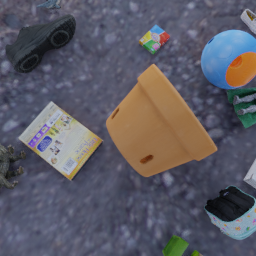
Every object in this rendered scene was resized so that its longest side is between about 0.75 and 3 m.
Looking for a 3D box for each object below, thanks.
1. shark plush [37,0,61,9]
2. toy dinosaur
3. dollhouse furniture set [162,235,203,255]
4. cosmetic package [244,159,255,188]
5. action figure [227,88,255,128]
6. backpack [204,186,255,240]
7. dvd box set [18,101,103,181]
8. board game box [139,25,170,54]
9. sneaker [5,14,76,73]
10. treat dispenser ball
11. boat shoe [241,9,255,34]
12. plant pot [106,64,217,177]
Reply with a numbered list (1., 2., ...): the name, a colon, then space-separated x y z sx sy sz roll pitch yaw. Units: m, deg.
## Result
1. shark plush: -2.830 -4.513 10.003 0.889 0.370 0.404 -9 75 -2
2. toy dinosaur: -3.872 1.250 8.309 1.363 1.025 2.664 -10 82 11
3. dollhouse furniture set: 1.246 4.119 7.357 1.367 1.048 2.087 36 78 9
4. cosmetic package: 4.441 1.614 8.225 1.683 0.683 0.950 36 78 10
5. action figure: 4.563 -0.961 8.964 2.368 0.647 1.399 -15 73 -8
6. backpack: 2.956 2.359 7.644 1.236 1.406 1.078 -31 93 -10
7. dvd box set: -2.075 0.382 8.733 2.146 0.316 1.570 36 78 9
8. board game box: 0.915 -3.076 9.723 0.667 0.176 0.871 42 79 10
9. sneaker: -2.945 -3.049 9.337 2.664 1.011 1.209 -39 73 -11
10. treat dispenser ball: 3.172 -2.100 8.669 1.767 1.767 1.767 0 75 0
11. boat shoe: 4.454 -3.695 9.772 0.403 0.396 1.135 -36 78 -9
12. plant pot: 0.756 -0.018 7.729 2.002 2.861 2.861 -36 77 10
